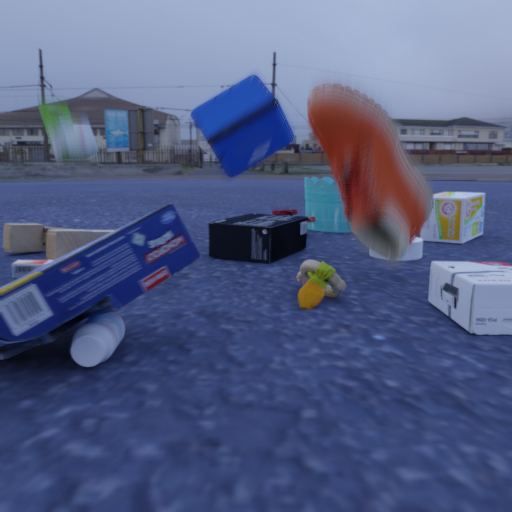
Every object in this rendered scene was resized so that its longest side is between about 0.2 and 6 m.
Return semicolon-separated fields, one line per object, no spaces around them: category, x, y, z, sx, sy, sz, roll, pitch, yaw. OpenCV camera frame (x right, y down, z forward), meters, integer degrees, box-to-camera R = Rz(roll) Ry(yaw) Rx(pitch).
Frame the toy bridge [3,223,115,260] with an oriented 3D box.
toy bridge;-3.004;-0.170;10.050;1.471;0.596;4.376;-3;9;-45

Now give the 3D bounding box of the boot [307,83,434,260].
boot;1.545;-1.198;8.091;1.009;2.690;1.442;-25;22;47

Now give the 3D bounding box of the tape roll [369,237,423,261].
tape roll;2.706;-0.165;10.845;1.010;0.353;1.010;0;10;0

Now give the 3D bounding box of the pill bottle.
pill bottle;-1.498;0.785;5.292;0.387;0.387;0.711;0;10;-1

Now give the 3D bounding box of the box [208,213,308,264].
box;0.078;-0.392;11.049;1.313;0.734;1.861;8;13;26

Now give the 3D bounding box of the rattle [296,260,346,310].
rattle;0.695;0.502;7.612;0.679;0.745;1.043;30;-19;-22

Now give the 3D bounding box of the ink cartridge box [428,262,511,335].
ink cartridge box;2.755;0.454;6.613;1.015;0.573;1.382;1;9;-2

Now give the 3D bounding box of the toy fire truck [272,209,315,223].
toy fire truck;0.844;-0.842;13.405;0.933;0.523;0.783;-9;7;-37

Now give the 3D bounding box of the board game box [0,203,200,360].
board game box;-1.979;0.386;5.576;2.086;0.644;2.088;-17;14;49

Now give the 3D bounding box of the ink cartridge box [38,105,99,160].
ink cartridge box;-3.812;-2.578;11.373;0.436;1.150;0.850;-18;2;29

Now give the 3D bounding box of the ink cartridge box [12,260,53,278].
ink cartridge box;-3.480;0.142;9.373;0.879;0.272;1.084;-1;12;-8

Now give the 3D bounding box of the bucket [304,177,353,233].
bucket;2.265;-1.401;14.975;2.126;1.383;2.126;0;11;0

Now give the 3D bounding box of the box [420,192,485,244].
box;4.648;-0.934;13.189;0.961;1.067;1.896;6;13;35

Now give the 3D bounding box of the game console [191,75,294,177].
game console;-0.317;-3.020;13.025;1.833;1.565;1.085;-31;31;-2
